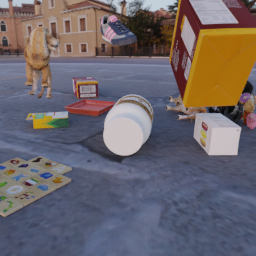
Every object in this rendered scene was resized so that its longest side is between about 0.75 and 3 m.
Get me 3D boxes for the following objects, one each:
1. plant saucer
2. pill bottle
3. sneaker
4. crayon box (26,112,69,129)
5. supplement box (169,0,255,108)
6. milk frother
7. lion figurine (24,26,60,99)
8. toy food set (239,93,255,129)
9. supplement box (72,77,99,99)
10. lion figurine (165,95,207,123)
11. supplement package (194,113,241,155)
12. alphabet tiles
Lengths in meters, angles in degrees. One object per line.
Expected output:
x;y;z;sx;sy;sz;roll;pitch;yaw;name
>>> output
-1.858;-1.024;14.103;1.939;0.357;1.943;7;18;21;plant saucer
0.030;-0.144;9.366;1.530;1.530;2.676;2;18;7;pill bottle
-0.431;-3.518;10.026;0.761;0.890;2.170;-24;35;-22;sneaker
-3.354;-0.339;11.814;1.656;0.427;1.041;-3;18;-11;crayon box
2.511;-2.441;8.721;1.715;2.547;2.582;-3;48;-5;supplement box
5.013;-0.994;12.817;1.895;1.818;2.014;-5;61;-15;milk frother
-3.074;-2.153;9.801;1.067;1.803;2.944;1;-8;-21;lion figurine
4.828;-0.682;11.528;0.371;1.499;2.358;-17;0;6;toy food set
-2.762;-2.632;18.016;1.323;1.027;2.397;-5;18;-16;supplement box
2.936;-0.928;13.135;1.753;1.037;2.862;1;30;-21;lion figurine
2.914;0.161;9.346;0.926;0.961;1.690;0;17;-4;supplement package
-2.921;1.352;7.065;2.341;0.089;2.813;12;21;34;alphabet tiles
